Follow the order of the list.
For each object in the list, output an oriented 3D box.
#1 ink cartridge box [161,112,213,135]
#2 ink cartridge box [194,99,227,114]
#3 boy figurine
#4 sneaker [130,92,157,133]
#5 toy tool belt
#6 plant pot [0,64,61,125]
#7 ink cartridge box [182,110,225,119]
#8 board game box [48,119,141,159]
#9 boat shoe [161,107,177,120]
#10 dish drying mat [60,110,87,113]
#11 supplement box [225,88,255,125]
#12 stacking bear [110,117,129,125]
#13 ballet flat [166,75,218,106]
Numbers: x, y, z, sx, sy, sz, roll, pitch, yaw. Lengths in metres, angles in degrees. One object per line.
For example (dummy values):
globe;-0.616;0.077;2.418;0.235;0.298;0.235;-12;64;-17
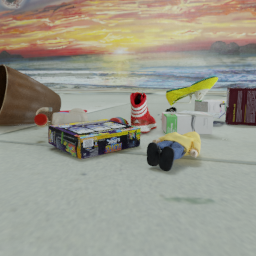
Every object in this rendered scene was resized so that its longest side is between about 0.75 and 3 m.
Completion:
ink cartridge box;2.153;-0.193;10.351;1.681;0.707;1.227;0;10;0
ink cartridge box;4.997;-1.244;16.270;1.809;0.760;1.310;-4;10;-20
boy figurine;1.186;0.460;6.807;1.211;0.627;1.947;13;14;32
sneaker;0.646;-0.700;11.060;0.994;1.465;2.536;1;10;7
toy tool belt;-2.196;-0.061;9.410;1.737;1.084;1.067;1;-22;-12
plant pot;-4.386;-1.149;12.177;2.657;2.483;2.483;12;-1;-41
ink cartridge box;3.297;-0.471;12.828;2.023;0.411;2.019;5;11;26
board game box;-0.955;0.238;8.059;2.079;0.590;1.719;-9;16;-41
boat shoe;2.028;-0.703;13.825;0.645;0.532;1.878;3;10;19
dish drying mat;-3.461;-0.896;16.008;2.136;0.194;0.820;-5;10;-22
supplement box;5.759;-0.918;11.951;2.947;1.604;0.897;3;10;13
stacking bear;-0.315;-0.130;10.581;0.637;0.597;1.050;4;5;20
ballet flat;2.324;-1.275;10.142;2.031;0.681;0.678;-15;-6;32
